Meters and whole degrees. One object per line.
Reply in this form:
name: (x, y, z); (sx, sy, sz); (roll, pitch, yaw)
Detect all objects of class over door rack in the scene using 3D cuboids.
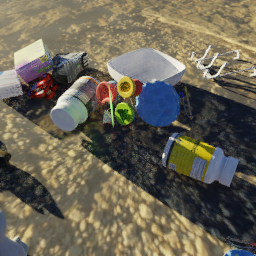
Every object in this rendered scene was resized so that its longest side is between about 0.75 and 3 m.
over door rack: (4.930, -3.461, 14.463); (2.776, 0.925, 2.051); (-6, 43, -7)

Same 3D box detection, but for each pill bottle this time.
pill bottle: (-2.013, -0.997, 11.324); (1.351, 1.351, 2.321); (15, 44, 16)
pill bottle: (2.329, 1.055, 9.090); (2.202, 1.226, 1.226); (21, 45, 21)

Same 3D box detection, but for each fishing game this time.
fishing game: (2.916, 3.564, 6.970); (1.236, 0.268, 1.727); (12, 43, 8)
fishing game: (1.208, -1.005, 11.542); (2.813, 0.437, 2.014); (-11, 80, -13)

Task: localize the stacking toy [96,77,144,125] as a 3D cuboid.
stacking toy: (-0.237, -1.004, 10.424); (1.877, 1.699, 0.793); (1, 10, 41)

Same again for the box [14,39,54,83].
box: (-4.698, -3.366, 13.987); (1.626, 0.894, 1.848); (-28, 44, 0)

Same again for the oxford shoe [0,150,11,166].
oxford shoe: (-4.727, 0.990, 9.808); (1.361, 0.495, 0.575); (10, 26, 8)

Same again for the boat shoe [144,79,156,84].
boat shoe: (0.859, -1.948, 12.951); (0.422, 0.443, 1.231); (25, 54, 28)

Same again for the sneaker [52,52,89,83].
sneaker: (-3.324, -3.085, 14.060); (1.682, 1.093, 2.913); (11, 32, 19)

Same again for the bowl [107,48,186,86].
bowl: (0.842, -2.544, 13.262); (2.982, 1.113, 2.978); (-29, 49, -27)

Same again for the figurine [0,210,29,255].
figurine: (-3.277, 3.032, 6.298); (0.855, 1.937, 1.985); (18, 44, 20)

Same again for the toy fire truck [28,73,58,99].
toy fire truck: (-3.965, -1.795, 12.802); (1.171, 0.782, 1.394); (-16, 37, 18)

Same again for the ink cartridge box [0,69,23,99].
ink cartridge box: (-5.604, -2.058, 13.078); (1.052, 0.613, 1.456); (-17, 44, -18)

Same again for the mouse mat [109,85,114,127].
mouse mat: (-0.555, -0.743, 9.440); (0.051, 1.086, 1.350); (-5, 39, -4)
